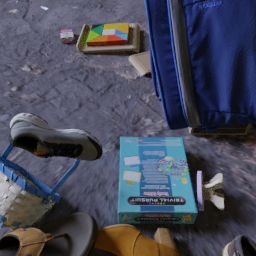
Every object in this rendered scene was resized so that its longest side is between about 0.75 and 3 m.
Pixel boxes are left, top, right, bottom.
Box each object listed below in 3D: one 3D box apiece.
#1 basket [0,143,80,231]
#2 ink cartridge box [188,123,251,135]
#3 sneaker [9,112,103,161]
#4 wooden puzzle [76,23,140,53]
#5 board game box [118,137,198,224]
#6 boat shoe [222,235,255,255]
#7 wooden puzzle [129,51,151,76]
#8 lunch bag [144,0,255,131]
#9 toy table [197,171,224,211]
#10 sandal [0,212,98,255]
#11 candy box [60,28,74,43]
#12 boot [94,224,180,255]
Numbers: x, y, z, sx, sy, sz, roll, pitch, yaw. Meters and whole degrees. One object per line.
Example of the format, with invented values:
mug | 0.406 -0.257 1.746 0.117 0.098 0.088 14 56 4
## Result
basket | -2.092 0.938 5.702 1.676 1.322 1.900 31 83 28
ink cartridge box | 2.439 -0.708 7.970 1.593 0.726 1.934 2 44 0
sneaker | -0.989 0.246 3.877 1.320 0.488 0.524 18 34 -19
wooden puzzle | -0.728 -3.744 11.316 2.414 0.449 2.233 2 44 2
board game box | 0.575 1.087 6.289 1.554 0.483 2.059 0 44 0
boat shoe | 2.299 2.708 4.487 0.747 0.662 2.041 -20 47 -19
wooden puzzle | 0.867 -2.376 10.082 1.351 0.252 1.250 -21 48 -14
lunch bag | 1.076 -1.026 3.995 1.510 2.283 1.551 -3 21 24
toy table | 1.745 1.312 5.908 0.516 0.809 0.880 -4 59 18
sandal | -1.940 2.169 4.771 2.910 0.794 1.189 -14 44 -3
candy box | -2.505 -3.791 11.511 0.541 0.242 0.793 -8 45 -8
boot | 0.135 2.351 4.881 1.667 0.586 1.193 2 38 -7
